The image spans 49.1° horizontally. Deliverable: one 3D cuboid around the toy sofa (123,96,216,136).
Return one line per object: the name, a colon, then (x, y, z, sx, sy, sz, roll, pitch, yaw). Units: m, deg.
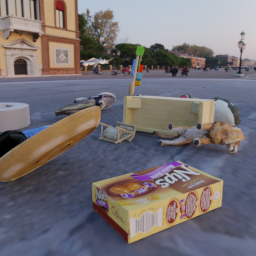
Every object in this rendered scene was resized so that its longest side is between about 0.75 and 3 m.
toy sofa: (1.334, -0.398, 9.204, 2.868, 1.188, 1.400, 8, 10, 31)

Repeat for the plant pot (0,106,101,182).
plant pot: (-1.479, 0.363, 5.385, 2.399, 0.330, 2.399, -32, -2, -1)

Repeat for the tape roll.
tape roll: (-4.821, -0.430, 10.301, 2.282, 0.754, 2.282, -1, 13, 0)

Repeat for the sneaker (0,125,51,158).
sneaker: (-2.211, 0.376, 6.292, 2.008, 0.771, 1.117, -12, 2, -29)

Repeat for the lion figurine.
lion figurine: (1.886, 0.176, 7.622, 1.358, 0.804, 2.217, -2, 7, -41)

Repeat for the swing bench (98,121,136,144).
swing bench: (-0.326, 0.121, 8.461, 0.814, 0.528, 0.810, -5, 12, -44)

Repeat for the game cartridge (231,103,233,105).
game cartridge: (4.189, -0.914, 13.267, 1.499, 0.468, 2.251, 11, 16, 24)

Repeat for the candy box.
candy box: (0.475, 1.043, 4.356, 1.793, 0.506, 1.046, -10, 16, -31)

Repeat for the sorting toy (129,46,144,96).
sorting toy: (0.409, -2.271, 11.546, 0.405, 1.673, 2.971, 13, -10, 2)

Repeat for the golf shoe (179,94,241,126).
golf shoe: (2.644, -0.424, 10.218, 1.316, 1.154, 2.989, -30, 24, -24)

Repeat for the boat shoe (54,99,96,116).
boat shoe: (-2.158, -0.649, 11.463, 1.940, 0.711, 0.723, -10, 16, 26)

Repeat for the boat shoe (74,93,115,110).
boat shoe: (-1.392, -1.146, 13.636, 2.308, 0.862, 1.070, -17, 27, -32)
